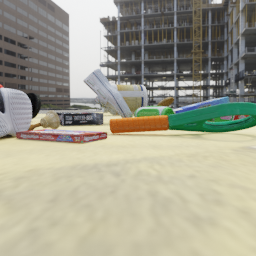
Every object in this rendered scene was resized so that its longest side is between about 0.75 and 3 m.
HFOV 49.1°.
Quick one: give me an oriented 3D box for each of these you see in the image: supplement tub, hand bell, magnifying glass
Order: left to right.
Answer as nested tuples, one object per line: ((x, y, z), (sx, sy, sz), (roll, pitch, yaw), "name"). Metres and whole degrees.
((-1.957, -0.061, 6.135), (0.452, 0.452, 0.868), (3, 18, 31), "hand bell")
((-0.273, -1.784, 17.774), (2.684, 1.938, 1.938), (-1, 4, -12), "supplement tub")
((1.055, -0.128, 5.258), (2.805, 0.314, 1.116), (-5, -17, 7), "magnifying glass")

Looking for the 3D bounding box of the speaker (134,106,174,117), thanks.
((0.744, -0.352, 8.102), (0.542, 0.542, 1.225), (-4, 5, -40), "speaker")

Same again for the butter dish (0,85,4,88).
((-4.371, -0.894, 7.682), (2.279, 1.684, 2.272), (-4, 5, -43), "butter dish")

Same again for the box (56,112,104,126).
((-1.497, -0.296, 8.484), (1.163, 0.367, 1.474), (-2, 5, -22), "box")

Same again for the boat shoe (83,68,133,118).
((-0.690, -0.973, 9.153), (0.764, 2.288, 0.842), (-35, -33, -3), "boat shoe")

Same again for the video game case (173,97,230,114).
((2.700, -0.727, 10.683), (1.941, 0.441, 1.759), (-15, 4, 5), "video game case")

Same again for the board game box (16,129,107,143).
((-1.090, 0.118, 4.606), (1.345, 0.131, 0.692), (2, 6, 26), "board game box")

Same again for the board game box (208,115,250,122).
((3.785, -0.390, 10.147), (1.555, 0.313, 1.189), (0, 4, 3), "board game box")

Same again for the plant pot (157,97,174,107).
((5.177, -3.463, 39.560), (2.967, 0.408, 2.967), (-25, -19, -9), "plant pot")

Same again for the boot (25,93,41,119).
((-4.591, -0.742, 9.932), (2.605, 0.980, 1.947), (-10, -8, 31), "boot")

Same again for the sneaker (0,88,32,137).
((-2.797, -0.265, 4.249), (1.533, 1.016, 2.694), (0, -2, 15), "sneaker")
